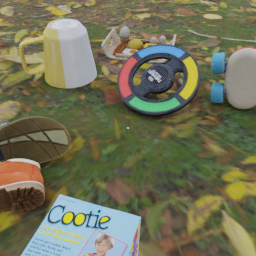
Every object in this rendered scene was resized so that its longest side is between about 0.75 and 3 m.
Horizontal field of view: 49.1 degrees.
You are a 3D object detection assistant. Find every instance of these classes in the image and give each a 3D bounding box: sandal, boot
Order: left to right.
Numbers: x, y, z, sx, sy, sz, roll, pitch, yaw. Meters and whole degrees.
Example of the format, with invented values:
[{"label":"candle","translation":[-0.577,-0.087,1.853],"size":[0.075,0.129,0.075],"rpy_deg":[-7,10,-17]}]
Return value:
[{"label":"boot","translation":[-2.668,1.110,5.437],"size":[2.011,0.755,1.078],"rpy_deg":[-2,34,-16]},{"label":"sandal","translation":[-2.626,0.405,6.229],"size":[2.639,1.060,0.713],"rpy_deg":[-16,8,-10]}]

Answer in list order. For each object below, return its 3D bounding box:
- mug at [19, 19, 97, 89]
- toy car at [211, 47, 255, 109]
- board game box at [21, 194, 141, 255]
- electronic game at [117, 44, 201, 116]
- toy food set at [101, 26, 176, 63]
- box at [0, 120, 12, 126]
[{"label":"mug","translation":[-2.081,-2.370,8.916],"size":[1.743,1.787,2.177],"rpy_deg":[30,48,31]},{"label":"toy car","translation":[3.475,-1.604,8.241],"size":[1.761,1.690,1.911],"rpy_deg":[5,25,23]},{"label":"board game box","translation":[-0.789,2.298,3.404],"size":[1.303,1.280,2.485],"rpy_deg":[12,40,14]},{"label":"electronic game","translation":[0.855,-1.424,8.044],"size":[2.397,0.499,2.397],"rpy_deg":[-5,65,11]},{"label":"toy food set","translation":[0.492,-3.365,10.957],"size":[2.652,0.801,1.903],"rpy_deg":[7,39,9]},{"label":"box","translation":[-2.944,0.237,6.786],"size":[0.825,0.260,1.046],"rpy_deg":[6,38,17]}]
